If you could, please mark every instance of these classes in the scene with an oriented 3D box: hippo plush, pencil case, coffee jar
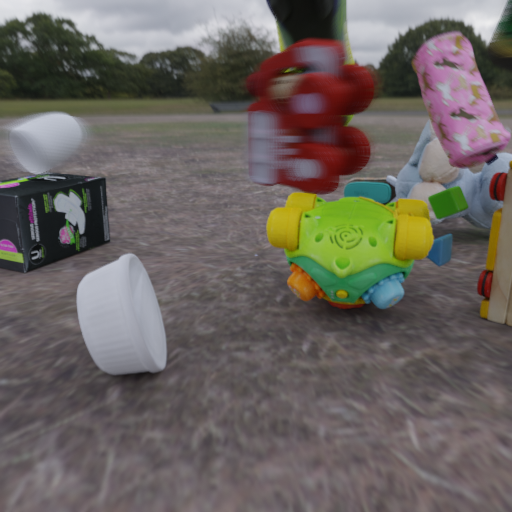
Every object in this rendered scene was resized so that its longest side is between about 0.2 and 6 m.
[{"bbox_3d":[3.576,-0.917,9.834,2.140,2.120,2.662,18,-25,-1],"label":"hippo plush"},{"bbox_3d":[2.171,-1.662,5.993,0.627,1.449,0.600,-9,-18,-21],"label":"pencil case"},{"bbox_3d":[3.714,-3.327,7.375,0.744,1.743,0.909,29,64,16],"label":"coffee jar"}]

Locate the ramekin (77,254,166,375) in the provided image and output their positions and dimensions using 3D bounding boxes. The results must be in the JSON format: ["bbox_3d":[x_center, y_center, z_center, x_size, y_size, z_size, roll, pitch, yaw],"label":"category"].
[{"bbox_3d":[-1.292,0.598,5.398,0.542,1.163,1.163,-15,18,0],"label":"ramekin"}]

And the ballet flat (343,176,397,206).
[{"bbox_3d":[3.175,-1.353,12.070,2.637,0.898,0.887,15,18,38],"label":"ballet flat"}]

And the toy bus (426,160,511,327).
[{"bbox_3d":[3.369,-0.264,6.437,1.217,2.222,2.355,-19,-18,-48],"label":"toy bus"}]

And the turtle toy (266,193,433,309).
[{"bbox_3d":[1.230,-0.090,7.209,1.885,1.308,2.587,5,17,14],"label":"turtle toy"}]

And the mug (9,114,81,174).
[{"bbox_3d":[-3.269,-1.744,8.812,0.756,1.024,0.898,45,52,2],"label":"mug"}]

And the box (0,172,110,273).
[{"bbox_3d":[-3.580,-0.633,9.159,1.427,1.194,1.921,8,18,25],"label":"box"}]

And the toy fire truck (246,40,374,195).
[{"bbox_3d":[0.323,-1.059,4.395,0.992,1.181,0.662,17,33,33],"label":"toy fire truck"}]

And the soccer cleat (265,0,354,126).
[{"bbox_3d":[0.715,-2.648,6.663,1.016,3.143,1.314,3,61,15],"label":"soccer cleat"}]
